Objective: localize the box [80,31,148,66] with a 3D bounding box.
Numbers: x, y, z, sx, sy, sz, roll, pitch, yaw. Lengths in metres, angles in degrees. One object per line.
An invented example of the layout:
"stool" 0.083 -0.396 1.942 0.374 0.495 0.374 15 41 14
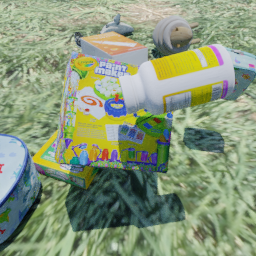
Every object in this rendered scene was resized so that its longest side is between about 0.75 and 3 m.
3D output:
"box" -0.538 -2.545 10.090 1.443 1.131 2.319 -21 40 -27

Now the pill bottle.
"pill bottle" 0.628 -0.614 3.826 1.437 0.749 0.749 -14 41 -1

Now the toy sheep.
"toy sheep" 1.869 -3.802 11.629 1.768 1.768 2.564 -12 17 -14

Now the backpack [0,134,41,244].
"backpack" -3.461 0.983 5.636 2.873 2.111 2.629 13 46 9

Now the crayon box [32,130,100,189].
"crayon box" -1.447 0.734 7.192 1.532 0.447 1.322 14 44 16

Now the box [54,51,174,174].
"box" -0.257 -0.198 5.090 1.868 1.800 1.140 8 -4 -17

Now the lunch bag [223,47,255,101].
"lunch bag" 2.215 -1.250 6.472 1.163 1.450 0.559 18 68 5

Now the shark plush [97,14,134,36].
"shark plush" -0.694 -4.449 13.069 0.978 1.067 2.348 44 45 2

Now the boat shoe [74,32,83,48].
"boat shoe" -2.201 -4.042 12.845 0.467 0.373 1.235 -19 44 -21
